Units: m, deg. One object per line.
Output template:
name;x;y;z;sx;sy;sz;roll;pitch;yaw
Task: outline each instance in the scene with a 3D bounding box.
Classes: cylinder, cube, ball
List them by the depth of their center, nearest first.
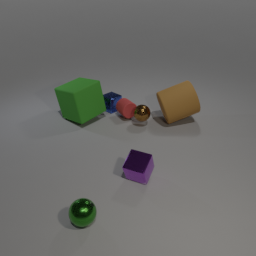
ball;-1.137;2.115;7.026;0.700;0.700;0.700;0;29;0
cube;0.329;1.178;8.487;0.700;0.700;0.700;13;56;22
ball;0.570;-0.606;11.393;0.700;0.700;0.700;0;29;0
cylinder;2.059;-1.060;11.541;1.400;1.400;1.400;-21;30;3
cube;-1.988;-1.190;11.806;1.400;1.400;1.400;17;39;42
cylinder;-0.064;-0.859;12.061;0.700;0.700;0.700;-14;30;-24
cube;-0.762;-1.176;12.870;0.700;0.700;0.700;25;38;37
